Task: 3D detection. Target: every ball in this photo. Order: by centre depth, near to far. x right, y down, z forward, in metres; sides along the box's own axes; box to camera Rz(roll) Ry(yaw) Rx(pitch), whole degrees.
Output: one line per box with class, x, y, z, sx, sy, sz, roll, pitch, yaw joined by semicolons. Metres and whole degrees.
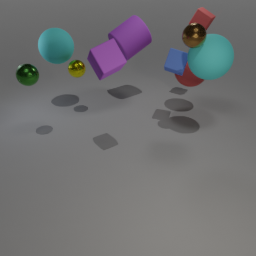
ball;1.917;-2.671;8.114;0.700;0.700;0.700;0;29;0
ball;2.580;-2.218;8.792;1.400;1.400;1.400;0;29;0
ball;-3.165;-1.673;8.826;0.700;0.700;0.700;0;29;0
ball;-2.024;-2.343;11.076;0.700;0.700;0.700;0;29;0
ball;-2.881;-3.290;11.264;1.400;1.400;1.400;0;29;0
ball;2.633;-2.424;11.681;1.400;1.400;1.400;0;29;0

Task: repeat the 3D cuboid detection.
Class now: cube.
cube;-0.563;-1.771;7.294;0.700;0.700;0.700;-31;3;-15
cube;1.738;-2.357;10.033;0.700;0.700;0.700;20;5;8
cube;3.063;-4.456;11.559;0.700;0.700;0.700;38;38;7

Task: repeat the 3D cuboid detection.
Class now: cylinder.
cylinder;0.082;-3.913;12.220;1.400;1.400;1.400;-38;38;-5
